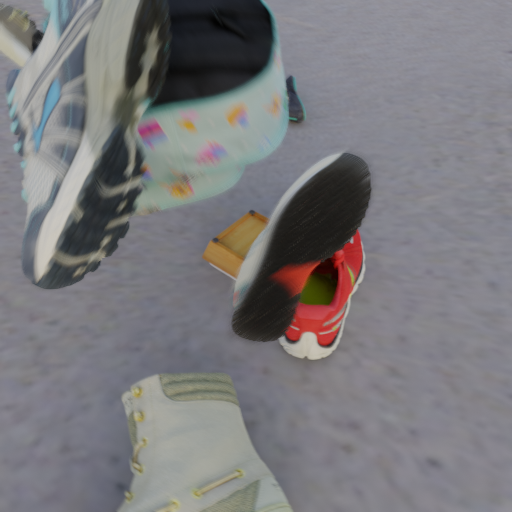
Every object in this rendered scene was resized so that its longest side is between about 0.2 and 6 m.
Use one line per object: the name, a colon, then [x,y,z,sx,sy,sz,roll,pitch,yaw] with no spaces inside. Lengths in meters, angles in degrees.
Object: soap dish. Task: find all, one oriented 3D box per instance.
soap dish: [-0.094,-0.163,8.895,0.976,0.504,1.241,30,51,27]

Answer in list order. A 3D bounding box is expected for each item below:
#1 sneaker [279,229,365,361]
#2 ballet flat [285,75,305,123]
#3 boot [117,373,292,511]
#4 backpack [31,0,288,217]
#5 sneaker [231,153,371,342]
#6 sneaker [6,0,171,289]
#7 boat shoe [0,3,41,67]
sneaker: [1.051,0.124,8.089,1.104,1.217,2.867,8,45,8]
ballet flat: [0.684,-3.442,12.210,0.587,0.587,1.606,-4,47,-4]
boot: [-1.226,2.426,5.915,2.813,1.014,2.176,-12,46,-20]
backpack: [-1.078,-2.087,7.365,3.063,2.348,2.693,-15,51,7]
sneaker: [0.302,-0.185,5.213,0.713,2.024,0.946,18,30,-18]
sneaker: [-1.735,-1.148,5.286,1.254,1.127,2.905,15,87,12]
boat shoe: [-3.513,-3.279,8.339,0.585,0.699,1.956,-41,76,-18]
